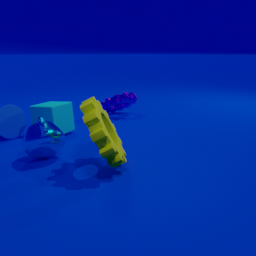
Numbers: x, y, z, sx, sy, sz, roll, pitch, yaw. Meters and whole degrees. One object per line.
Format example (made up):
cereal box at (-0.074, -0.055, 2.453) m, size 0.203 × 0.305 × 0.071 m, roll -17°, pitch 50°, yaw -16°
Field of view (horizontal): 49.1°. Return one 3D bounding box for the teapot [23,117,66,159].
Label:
teapot at (-1.897, 0.240, 6.286) m, size 0.926 × 1.489 × 0.729 m, roll -13°, pitch 62°, yaw -20°

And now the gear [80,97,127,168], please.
gear at (-0.478, 0.085, 5.661) m, size 0.269 × 1.454 × 1.454 m, roll -27°, pitch 15°, yaw 6°

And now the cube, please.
cube at (-2.162, -0.272, 8.051) m, size 0.858 × 0.858 × 0.858 m, roll 4°, pitch 16°, yaw 28°

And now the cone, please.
cone at (-3.570, -0.181, 7.949) m, size 0.942 × 0.938 × 0.938 m, roll 2°, pitch 14°, yaw 37°

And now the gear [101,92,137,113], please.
gear at (-0.348, -0.906, 10.211) m, size 1.364 × 0.252 × 1.364 m, roll -18°, pitch -10°, yaw -3°
